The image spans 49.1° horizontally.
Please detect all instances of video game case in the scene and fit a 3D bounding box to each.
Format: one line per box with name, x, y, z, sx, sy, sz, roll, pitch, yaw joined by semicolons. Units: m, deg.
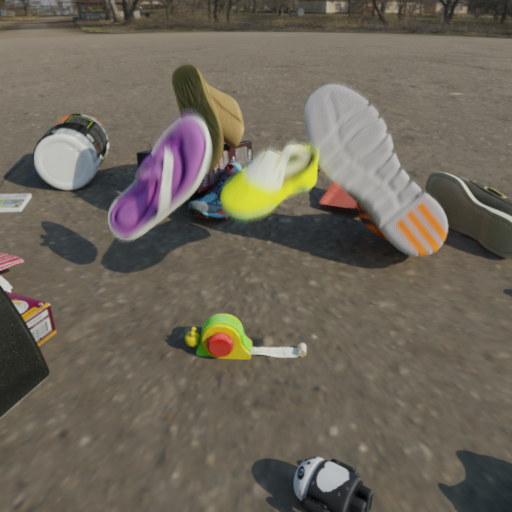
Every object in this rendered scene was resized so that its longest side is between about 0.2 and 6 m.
video game case;-5.838;-1.221;12.979;0.996;0.114;0.906;-1;28;-5

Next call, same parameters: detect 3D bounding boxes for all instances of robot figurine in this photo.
robot figurine;0.768;2.365;5.678;0.795;0.496;0.597;17;-9;30

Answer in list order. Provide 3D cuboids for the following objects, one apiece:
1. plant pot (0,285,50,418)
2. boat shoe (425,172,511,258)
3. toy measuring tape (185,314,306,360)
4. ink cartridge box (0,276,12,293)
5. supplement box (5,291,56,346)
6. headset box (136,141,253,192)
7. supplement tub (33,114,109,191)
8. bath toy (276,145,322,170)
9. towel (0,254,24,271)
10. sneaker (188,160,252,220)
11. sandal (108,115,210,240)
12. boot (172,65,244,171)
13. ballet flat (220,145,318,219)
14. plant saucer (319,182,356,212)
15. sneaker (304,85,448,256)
plant pot;-4.160;1.034;6.765;2.123;1.883;2.117;10;29;21
boat shoe;4.616;-0.909;11.480;0.873;1.033;2.899;-9;36;-21
toy measuring tape;-0.152;1.137;7.940;1.740;0.640;0.640;1;28;3
ink cartridge box;-4.457;0.577;9.287;0.572;0.329;0.977;-24;35;-37
supplement box;-3.733;0.957;8.324;1.275;0.546;0.703;12;30;22
headset box;-1.491;-2.159;13.355;1.827;0.922;2.458;7;20;33
supplement tub;-4.671;-2.772;14.445;1.510;1.510;2.465;-1;28;-2
bath toy;1.561;-2.611;15.035;2.083;0.770;0.906;-12;74;-18
towel;-5.035;0.181;9.864;1.617;0.182;1.169;7;23;36
sneaker;-0.687;-1.559;12.517;0.927;1.117;2.338;14;30;35
sandal;-1.593;-1.122;8.856;1.011;2.484;0.610;47;24;12
boot;-0.796;-2.649;11.691;0.820;2.172;2.481;-10;-4;15
ballet flat;0.293;-1.287;8.764;0.816;0.818;2.441;34;33;20
plant saucer;2.300;-1.442;12.709;1.312;0.241;1.309;12;52;37
sneaker;2.037;-1.445;10.576;1.381;3.561;1.995;-33;0;2
